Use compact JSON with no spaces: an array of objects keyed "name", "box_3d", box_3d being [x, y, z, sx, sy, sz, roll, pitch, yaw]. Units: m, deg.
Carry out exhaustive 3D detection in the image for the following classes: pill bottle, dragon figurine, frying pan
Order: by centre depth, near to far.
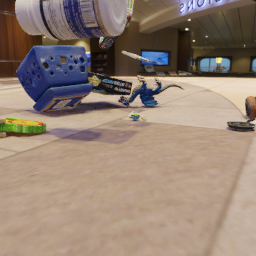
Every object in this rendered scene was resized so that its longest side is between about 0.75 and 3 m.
[{"name":"pill bottle","box_3d":[-1.422,-2.943,6.959,2.550,1.416,1.416,3,13,20]},{"name":"frying pan","box_3d":[3.474,-0.124,8.613,0.826,0.222,1.366,6,12,22]},{"name":"dragon figurine","box_3d":[0.983,-1.527,12.713,2.882,1.433,0.848,3,25,-11]}]

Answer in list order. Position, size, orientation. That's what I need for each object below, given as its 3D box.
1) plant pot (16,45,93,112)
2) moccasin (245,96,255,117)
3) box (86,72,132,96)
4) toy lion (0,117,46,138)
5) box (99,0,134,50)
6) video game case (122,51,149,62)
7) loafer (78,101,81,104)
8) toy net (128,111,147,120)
[{"name":"plant pot","box_3d":[-2.850,-1.887,11.262,2.239,2.013,2.239,-16,-7,-41]},{"name":"moccasin","box_3d":[4.934,-0.804,10.525,0.867,0.821,2.246,-2,0,33]},{"name":"box","box_3d":[-1.429,-2.021,13.041,2.218,0.642,2.790,9,2,-31]},{"name":"toy lion","box_3d":[-3.178,-0.089,8.017,1.506,0.539,1.571,-1,10,-37]},{"name":"box","box_3d":[-0.511,-4.476,11.578,0.455,1.441,2.619,13,-15,-21]},{"name":"video game case","box_3d":[0.240,-2.149,8.446,0.556,0.070,0.777,31,20,28]},{"name":"loafer","box_3d":[-3.121,-1.735,14.421,0.884,0.784,2.324,-8,17,-43]},{"name":"toy net","box_3d":[0.321,-0.469,10.127,0.603,0.222,1.149,-2,13,-9]}]
